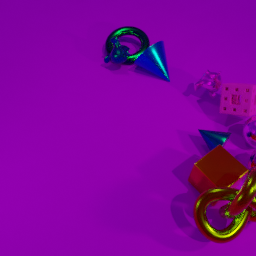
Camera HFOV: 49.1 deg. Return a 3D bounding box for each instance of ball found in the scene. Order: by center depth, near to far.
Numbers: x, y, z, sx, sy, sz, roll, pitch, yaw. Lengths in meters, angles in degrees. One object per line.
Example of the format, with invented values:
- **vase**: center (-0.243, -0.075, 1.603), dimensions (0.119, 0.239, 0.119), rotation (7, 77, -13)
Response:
- **ball**: center (3.879, 0.108, 8.218), dimensions (0.990, 0.990, 0.990), rotation (0, 53, 0)

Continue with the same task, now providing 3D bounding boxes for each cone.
- **cone**: center (2.397, 0.268, 8.163), dimensions (0.858, 0.855, 0.855), rotation (35, 61, 21)
- **cone**: center (1.141, -2.210, 10.189), dimensions (1.328, 1.328, 1.333), rotation (-34, 87, -23)

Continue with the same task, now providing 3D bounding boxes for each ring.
- **ring**: center (-0.026, -3.250, 10.936), dimensions (1.766, 0.353, 1.766), rotation (-2, 66, 4)

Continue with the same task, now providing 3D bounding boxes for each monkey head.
- **monkey head**: center (2.676, -1.446, 9.264), dimensions (0.866, 1.204, 0.725), rotation (-39, 59, -20)
- **monkey head**: center (-0.391, -2.758, 10.091), dimensions (1.200, 0.863, 0.723), rotation (-6, 45, 38)

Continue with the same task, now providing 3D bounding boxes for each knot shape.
- **knot shape**: center (2.392, 1.857, 6.405), dimensions (1.826, 1.951, 0.901), rotation (-24, 38, 1)

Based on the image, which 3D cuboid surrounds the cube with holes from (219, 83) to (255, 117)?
- **cube with holes**: center (3.468, -0.902, 8.638), dimensions (0.901, 0.901, 0.901), rotation (12, 16, 38)

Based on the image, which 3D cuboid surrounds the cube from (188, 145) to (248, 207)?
- **cube**: center (2.324, 1.251, 7.355), dimensions (0.982, 0.982, 0.982), rotation (-31, 60, -21)

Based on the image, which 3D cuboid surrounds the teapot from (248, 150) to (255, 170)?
- **teapot**: center (3.708, 0.930, 7.675), dimensions (0.626, 0.795, 1.278), rotation (20, 75, 35)
